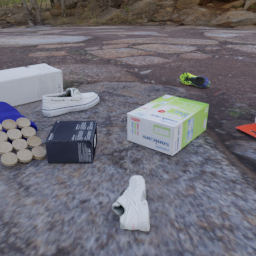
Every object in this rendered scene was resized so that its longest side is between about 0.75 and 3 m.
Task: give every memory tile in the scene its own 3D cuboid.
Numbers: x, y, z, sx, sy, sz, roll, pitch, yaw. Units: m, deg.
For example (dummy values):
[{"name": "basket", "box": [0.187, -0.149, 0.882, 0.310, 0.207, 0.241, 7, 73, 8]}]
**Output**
[{"name": "memory tile", "box": [-3.067, 0.338, 7.741, 1.220, 0.134, 1.591, -13, 53, -38]}]

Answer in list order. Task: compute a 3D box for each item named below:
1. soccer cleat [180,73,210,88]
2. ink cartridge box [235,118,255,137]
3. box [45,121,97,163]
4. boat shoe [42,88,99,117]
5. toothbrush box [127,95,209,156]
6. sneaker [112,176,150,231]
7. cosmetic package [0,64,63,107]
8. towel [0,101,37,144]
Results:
[{"name": "soccer cleat", "box": [3.370, -2.370, 14.224, 0.769, 0.595, 1.839, 20, 5, -37]}, {"name": "ink cartridge box", "box": [5.216, -0.292, 9.244, 2.920, 0.735, 1.591, -11, 27, -26]}, {"name": "box", "box": [-1.533, 0.360, 7.885, 1.230, 0.703, 1.350, 1, 24, -1]}, {"name": "boat shoe", "box": [-2.158, -1.147, 10.995, 0.933, 0.847, 2.537, 21, 32, 37]}, {"name": "toothbrush box", "box": [1.283, -0.193, 8.785, 1.639, 0.969, 2.251, 18, 32, 35]}, {"name": "sneaker", "box": [0.033, 1.461, 5.705, 0.728, 0.570, 1.464, -4, 24, -1]}, {"name": "cosmetic package", "box": [-4.534, -1.868, 12.118, 2.990, 1.213, 1.687, -20, 33, -39]}, {"name": "towel", "box": [-4.497, -0.107, 9.038, 2.191, 0.735, 2.968, -11, 26, -37]}]
